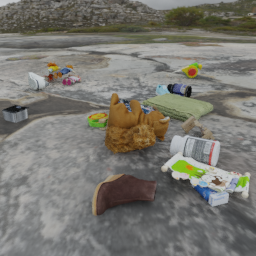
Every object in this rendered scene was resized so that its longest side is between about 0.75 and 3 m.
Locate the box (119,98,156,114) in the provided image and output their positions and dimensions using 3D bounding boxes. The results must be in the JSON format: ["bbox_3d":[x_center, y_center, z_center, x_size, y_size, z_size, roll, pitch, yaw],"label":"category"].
[{"bbox_3d":[0.228,-0.613,11.167,1.906,0.439,1.515,14,23,-6],"label":"box"}]

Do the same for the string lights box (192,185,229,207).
[{"bbox_3d":[2.049,1.552,7.040,0.464,0.266,0.902,-8,25,-18],"label":"string lights box"}]

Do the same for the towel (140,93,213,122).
[{"bbox_3d":[2.154,-0.953,12.418,2.760,0.504,2.048,18,29,35],"label":"towel"}]

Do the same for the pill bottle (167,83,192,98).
[{"bbox_3d":[2.636,-1.952,14.483,1.192,0.666,0.666,17,29,34],"label":"pill bottle"}]

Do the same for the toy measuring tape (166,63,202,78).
[{"bbox_3d":[3.722,-3.543,18.334,2.378,0.875,0.875,-20,21,11],"label":"toy measuring tape"}]

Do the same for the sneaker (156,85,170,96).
[{"bbox_3d":[1.834,-1.870,14.378,0.542,0.601,1.466,-12,26,-23],"label":"sneaker"}]

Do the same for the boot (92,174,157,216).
[{"bbox_3d":[-0.041,1.569,6.616,1.313,0.571,1.578,5,21,14],"label":"boot"}]

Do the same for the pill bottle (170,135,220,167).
[{"bbox_3d":[2.016,0.653,8.456,1.346,0.780,0.780,12,26,26],"label":"pill bottle"}]

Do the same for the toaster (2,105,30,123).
[{"bbox_3d":[-4.637,-0.610,11.656,0.835,0.496,0.755,12,26,25],"label":"toaster"}]

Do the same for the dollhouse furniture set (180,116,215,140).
[{"bbox_3d":[2.506,0.193,9.905,0.582,0.681,1.315,-41,27,5],"label":"dollhouse furniture set"}]

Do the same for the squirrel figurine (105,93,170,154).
[{"bbox_3d":[0.337,0.059,9.371,2.100,1.593,2.250,9,38,-5],"label":"squirrel figurine"}]

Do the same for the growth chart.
[{"bbox_3d":[2.080,1.204,7.347,2.255,0.200,1.632,17,19,15],"label":"growth chart"}]

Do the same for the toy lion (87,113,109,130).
[{"bbox_3d":[-1.161,-0.339,11.266,1.162,0.416,1.213,4,23,25],"label":"toy lion"}]

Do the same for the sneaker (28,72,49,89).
[{"bbox_3d":[-5.233,-2.719,16.155,0.802,0.761,1.993,-16,36,-29],"label":"sneaker"}]

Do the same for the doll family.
[{"bbox_3d":[-4.166,-3.437,17.139,2.720,1.226,1.688,6,25,13],"label":"doll family"}]
